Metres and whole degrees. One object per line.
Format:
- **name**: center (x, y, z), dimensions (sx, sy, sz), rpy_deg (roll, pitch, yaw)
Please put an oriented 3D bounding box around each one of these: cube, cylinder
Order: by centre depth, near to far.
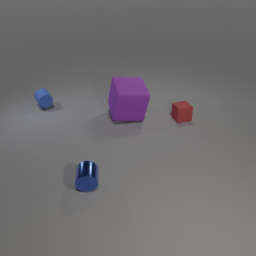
- **cylinder**: center (-1.273, 1.501, 8.719), dimensions (0.700, 0.700, 0.700), rpy_deg (-2, 36, -4)
- **cube**: center (0.002, -1.268, 12.247), dimensions (1.400, 1.400, 1.400), rpy_deg (0, 43, -17)
- **cube**: center (2.410, -0.733, 12.524), dimensions (0.700, 0.700, 0.700), rpy_deg (-10, 32, -15)
- **cylinder**: center (-4.011, -1.423, 13.320), dimensions (0.700, 0.700, 0.700), rpy_deg (-17, 40, -26)
